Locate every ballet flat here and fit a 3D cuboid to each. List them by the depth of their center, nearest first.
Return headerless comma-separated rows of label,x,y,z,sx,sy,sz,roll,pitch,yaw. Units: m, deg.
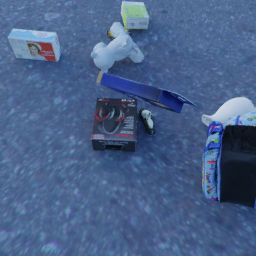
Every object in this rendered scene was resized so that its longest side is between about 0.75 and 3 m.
ballet flat,0.837,-0.367,11.446,0.484,0.487,1.424,-11,56,-14

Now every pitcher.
pitcher,4.142,-0.261,11.130,1.849,1.121,1.586,-27,80,-6

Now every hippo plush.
hippo plush,-0.536,-3.384,13.059,2.009,1.990,2.498,-36,41,13

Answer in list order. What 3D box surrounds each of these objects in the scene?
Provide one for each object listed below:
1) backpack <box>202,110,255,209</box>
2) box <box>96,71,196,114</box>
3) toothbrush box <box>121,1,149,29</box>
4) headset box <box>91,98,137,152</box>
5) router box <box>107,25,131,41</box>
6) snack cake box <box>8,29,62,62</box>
backpack,3.672,0.784,9.432,1.987,2.696,2.953,4,40,21
box,0.566,-1.028,8.576,2.761,1.672,0.447,20,93,33
toothbrush box,0.359,-6.067,15.068,1.216,0.719,1.670,-3,51,-12
headset box,-0.491,-0.050,11.001,1.685,0.850,2.267,3,56,2
router box,-0.473,-4.947,14.720,1.027,0.268,0.808,-25,59,-16
snack cake box,-4.434,-3.971,13.459,2.157,1.241,0.725,7,56,5
